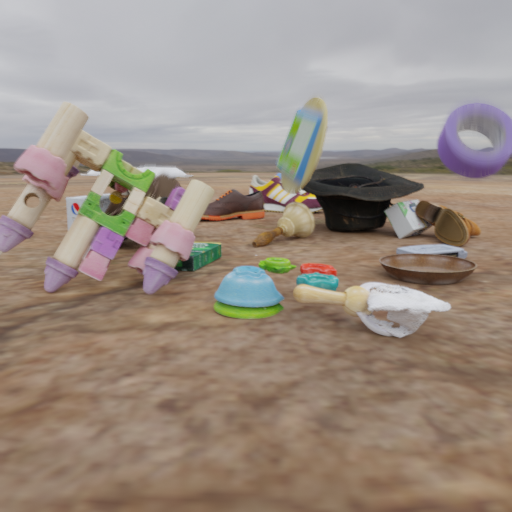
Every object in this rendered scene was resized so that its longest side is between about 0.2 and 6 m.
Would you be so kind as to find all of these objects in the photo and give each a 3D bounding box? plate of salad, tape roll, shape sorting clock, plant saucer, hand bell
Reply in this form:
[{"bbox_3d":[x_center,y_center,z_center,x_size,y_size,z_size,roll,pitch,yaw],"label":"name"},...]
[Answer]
[{"bbox_3d":[-2.563,-1.630,12.117,2.382,0.572,2.382,0,8,0],"label":"plate of salad"},{"bbox_3d":[3.984,-2.089,10.144,1.274,1.274,0.541,0,-23,2],"label":"tape roll"},{"bbox_3d":[1.013,-2.335,11.957,0.407,2.076,2.076,17,5,-20],"label":"shape sorting clock"},{"bbox_3d":[2.659,0.213,8.740,1.461,0.267,1.461,0,10,0],"label":"plant saucer"},{"bbox_3d":[0.466,-0.526,11.952,0.847,0.847,1.627,8,25,37],"label":"hand bell"}]

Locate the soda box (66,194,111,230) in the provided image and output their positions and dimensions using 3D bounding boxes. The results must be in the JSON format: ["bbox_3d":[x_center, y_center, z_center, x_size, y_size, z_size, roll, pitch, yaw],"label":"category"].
[{"bbox_3d":[-3.101,-1.038,13.520,1.008,0.942,2.960,6,13,29],"label":"soda box"}]

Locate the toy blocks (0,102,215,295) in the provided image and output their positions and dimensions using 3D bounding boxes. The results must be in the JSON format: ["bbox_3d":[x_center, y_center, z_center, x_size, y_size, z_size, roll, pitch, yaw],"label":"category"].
[{"bbox_3d":[-2.318,-0.375,8.150,2.504,2.256,2.680,29,-11,-17],"label":"toy blocks"}]

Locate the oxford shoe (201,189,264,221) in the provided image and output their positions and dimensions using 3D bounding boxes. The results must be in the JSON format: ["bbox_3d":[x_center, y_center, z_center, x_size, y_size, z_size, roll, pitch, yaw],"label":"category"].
[{"bbox_3d":[-0.913,-1.468,15.951,2.410,0.874,0.858,-5,12,-26],"label":"oxford shoe"}]

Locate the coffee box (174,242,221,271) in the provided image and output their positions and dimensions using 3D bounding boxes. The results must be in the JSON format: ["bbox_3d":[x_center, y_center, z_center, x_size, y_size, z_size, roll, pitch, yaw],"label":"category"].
[{"bbox_3d":[-1.183,-0.010,9.810,0.790,0.283,1.285,3,12,19],"label":"coffee box"}]

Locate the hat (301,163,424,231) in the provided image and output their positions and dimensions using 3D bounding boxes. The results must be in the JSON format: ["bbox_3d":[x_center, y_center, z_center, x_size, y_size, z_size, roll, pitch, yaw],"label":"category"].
[{"bbox_3d":[2.358,-1.324,13.966,3.481,1.404,3.481,0,21,0],"label":"hat"}]

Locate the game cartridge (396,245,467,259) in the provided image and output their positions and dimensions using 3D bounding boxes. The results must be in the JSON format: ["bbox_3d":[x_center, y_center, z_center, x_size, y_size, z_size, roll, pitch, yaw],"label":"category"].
[{"bbox_3d":[3.196,-0.049,10.308,1.118,0.226,0.745,-4,15,-22],"label":"game cartridge"}]

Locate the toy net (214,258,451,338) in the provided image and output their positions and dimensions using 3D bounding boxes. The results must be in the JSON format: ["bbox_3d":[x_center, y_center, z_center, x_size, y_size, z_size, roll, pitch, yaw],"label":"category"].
[{"bbox_3d":[0.893,0.513,6.619,2.816,0.544,1.477,10,12,35],"label":"toy net"}]

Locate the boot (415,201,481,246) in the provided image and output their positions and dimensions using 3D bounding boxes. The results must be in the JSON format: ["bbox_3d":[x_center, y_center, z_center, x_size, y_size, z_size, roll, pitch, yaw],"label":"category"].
[{"bbox_3d":[4.439,-0.587,12.336,1.362,0.673,1.754,18,15,-27],"label":"boot"}]

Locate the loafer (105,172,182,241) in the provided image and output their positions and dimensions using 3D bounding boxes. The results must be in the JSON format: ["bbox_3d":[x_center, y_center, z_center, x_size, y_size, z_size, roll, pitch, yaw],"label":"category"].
[{"bbox_3d":[-2.354,-0.982,11.084,2.965,1.053,1.083,-13,13,41],"label":"loafer"}]

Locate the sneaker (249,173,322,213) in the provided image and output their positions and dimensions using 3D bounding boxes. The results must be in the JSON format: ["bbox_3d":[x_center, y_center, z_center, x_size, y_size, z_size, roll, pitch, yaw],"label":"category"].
[{"bbox_3d":[1.011,-2.022,17.925,2.721,1.226,1.020,4,12,22],"label":"sneaker"}]

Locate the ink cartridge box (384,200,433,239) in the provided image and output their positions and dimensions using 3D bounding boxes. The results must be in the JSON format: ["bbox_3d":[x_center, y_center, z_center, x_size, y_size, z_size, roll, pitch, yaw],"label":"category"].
[{"bbox_3d":[3.512,-0.857,12.871,1.025,0.745,0.448,-10,-21,-49],"label":"ink cartridge box"}]
